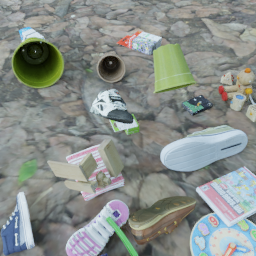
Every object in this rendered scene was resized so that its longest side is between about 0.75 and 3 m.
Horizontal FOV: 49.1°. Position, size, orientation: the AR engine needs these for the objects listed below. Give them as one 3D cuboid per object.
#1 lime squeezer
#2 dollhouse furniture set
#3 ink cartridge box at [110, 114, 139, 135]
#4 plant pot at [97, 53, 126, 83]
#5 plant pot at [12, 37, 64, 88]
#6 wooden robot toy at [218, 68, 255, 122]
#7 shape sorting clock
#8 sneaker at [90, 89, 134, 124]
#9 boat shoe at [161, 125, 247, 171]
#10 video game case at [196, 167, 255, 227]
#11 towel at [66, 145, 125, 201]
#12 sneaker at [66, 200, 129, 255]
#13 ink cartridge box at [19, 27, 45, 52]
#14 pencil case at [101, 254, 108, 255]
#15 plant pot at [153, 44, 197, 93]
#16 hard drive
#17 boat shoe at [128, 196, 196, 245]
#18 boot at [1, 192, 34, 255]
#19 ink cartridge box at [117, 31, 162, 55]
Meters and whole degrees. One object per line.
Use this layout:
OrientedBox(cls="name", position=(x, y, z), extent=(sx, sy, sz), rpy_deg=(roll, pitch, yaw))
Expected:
OrientedBox(cls="lime squeezer", position=(0.141, 3.369, 6.039), extent=(1.025, 0.548, 2.903), rpy_deg=(-8, 63, 1))
OrientedBox(cls="dollhouse furniture set", position=(-1.092, 1.000, 7.641), extent=(1.130, 1.319, 1.387), rpy_deg=(2, 38, 34))
OrientedBox(cls="ink cartridge box", position=(-0.129, -0.080, 9.719), extent=(0.877, 0.332, 0.648), rpy_deg=(-14, 48, -12))
OrientedBox(cls="plant pot", position=(-0.728, -2.631, 11.809), extent=(1.189, 1.189, 1.037), rpy_deg=(-5, 28, -5))
OrientedBox(cls="plant pot", position=(-3.800, -2.934, 11.634), extent=(1.951, 1.951, 1.879), rpy_deg=(-15, 36, -14))
OrientedBox(cls="wooden robot toy", position=(4.257, -1.590, 10.548), extent=(1.241, 1.278, 2.816), rpy_deg=(-4, 45, -4))
OrientedBox(cls="shape sorting clock", position=(2.485, 2.884, 6.743), extent=(1.945, 0.382, 1.945), rpy_deg=(0, 45, 0))
OrientedBox(cls="sneaker", position=(-0.447, -0.668, 7.938), extent=(0.749, 0.895, 2.021), rpy_deg=(18, 3, -36))
OrientedBox(cls="boat shoe", position=(2.285, 0.589, 8.754), extent=(2.923, 1.052, 0.907), rpy_deg=(-10, 25, -17))
OrientedBox(cls="video game case", position=(3.031, 1.827, 7.764), extent=(1.841, 0.161, 1.316), rpy_deg=(-17, 41, -22))
OrientedBox(cls="towel", position=(-1.007, 1.265, 8.395), extent=(1.275, 0.261, 1.742), rpy_deg=(-18, 46, -20))
OrientedBox(cls="sneaker", position=(-0.711, 2.520, 6.934), extent=(1.800, 0.796, 0.724), rpy_deg=(-42, 84, -9))
OrientedBox(cls="ink cartridge box", position=(-4.384, -3.944, 13.056), extent=(0.595, 1.014, 1.385), rpy_deg=(-32, 53, -28))
OrientedBox(cls="pencil case", position=(-1.424, 3.472, 5.719), extent=(2.400, 1.049, 1.049), rpy_deg=(-16, 47, -14))
OrientedBox(cls="plant pot", position=(1.199, -1.677, 7.826), extent=(1.233, 1.171, 1.233), rpy_deg=(-12, 1, 0))
OrientedBox(cls="hard drive", position=(2.616, -0.867, 10.598), extent=(0.988, 0.187, 0.690), rpy_deg=(-22, 49, -21))
OrientedBox(cls="boat shoe", position=(0.924, 2.295, 7.142), extent=(2.056, 0.694, 0.740), rpy_deg=(-13, 10, -33))
OrientedBox(cls="boot", position=(-2.868, 2.370, 7.108), extent=(0.707, 0.569, 1.564), rpy_deg=(-12, 47, -19))
OrientedBox(cls="ink cartridge box", position=(0.527, -4.292, 13.759), extent=(1.982, 0.499, 1.080), rpy_deg=(25, 50, 22))
